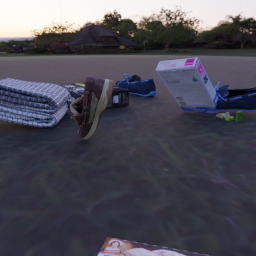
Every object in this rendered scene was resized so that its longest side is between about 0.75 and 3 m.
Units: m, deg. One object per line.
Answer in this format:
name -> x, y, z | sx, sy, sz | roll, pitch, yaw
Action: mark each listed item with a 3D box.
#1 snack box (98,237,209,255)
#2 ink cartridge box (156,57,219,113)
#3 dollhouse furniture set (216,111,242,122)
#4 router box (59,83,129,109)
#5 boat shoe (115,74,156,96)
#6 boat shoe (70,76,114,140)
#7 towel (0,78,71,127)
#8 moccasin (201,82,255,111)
snack box -> 0.365, 1.502, 2.982 | 1.406, 0.171, 0.506 | 4, 18, 14
ink cartridge box -> 1.949, -1.255, 8.779 | 1.326, 2.222, 0.466 | 5, 59, 40
dollhouse furniture set -> 3.213, -0.441, 8.918 | 0.401, 0.310, 0.802 | -9, 20, -28
router box -> -1.471, -1.291, 11.008 | 1.987, 0.660, 2.527 | -12, 21, -33
boat shoe -> 0.401, -2.105, 13.227 | 2.569, 0.882, 1.081 | 16, 24, 41
boat shoe -> -0.959, -0.437, 6.407 | 0.734, 2.038, 0.735 | 16, 56, -15
towel -> -3.102, -0.911, 8.581 | 2.387, 1.021, 1.976 | 12, 18, -5
moccasin -> 3.451, -1.177, 9.837 | 2.533, 0.864, 1.019 | 0, 38, 16
